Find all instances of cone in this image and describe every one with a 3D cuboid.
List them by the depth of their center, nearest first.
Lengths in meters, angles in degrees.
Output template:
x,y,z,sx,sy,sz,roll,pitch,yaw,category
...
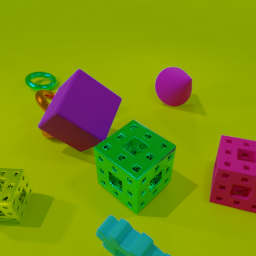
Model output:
x,y,z,sx,sy,sz,roll,pitch,yaw,category
1.655,-1.372,8.569,1.306,1.306,1.311,-11,1,-14,cone

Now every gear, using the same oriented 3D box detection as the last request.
x,y,z,sx,sy,sz,roll,pitch,yaw,category
0.216,2.039,4.278,1.644,1.644,0.304,27,57,31,gear

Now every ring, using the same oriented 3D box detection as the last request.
x,y,z,sx,sy,sz,roll,pitch,yaw,category
-3.147,-1.711,10.165,1.140,0.228,1.140,8,39,-7,ring

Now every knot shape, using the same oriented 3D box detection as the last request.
x,y,z,sx,sy,sz,roll,pitch,yaw,category
-1.766,-0.544,8.180,1.675,0.827,1.790,-11,56,-14,knot shape

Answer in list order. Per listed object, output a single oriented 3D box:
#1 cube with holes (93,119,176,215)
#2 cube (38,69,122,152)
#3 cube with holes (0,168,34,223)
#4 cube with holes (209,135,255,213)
x,y,z,sx,sy,sz,roll,pitch,yaw,category
0.147,0.818,6.119,1.210,1.210,1.210,32,52,30,cube with holes
-1.188,-0.376,6.953,1.320,1.320,1.320,33,59,-23,cube
-2.547,1.380,5.764,0.799,0.799,0.799,3,48,3,cube with holes
2.471,0.992,6.128,1.089,1.089,1.089,11,40,15,cube with holes
